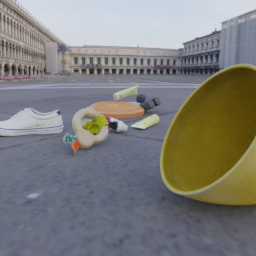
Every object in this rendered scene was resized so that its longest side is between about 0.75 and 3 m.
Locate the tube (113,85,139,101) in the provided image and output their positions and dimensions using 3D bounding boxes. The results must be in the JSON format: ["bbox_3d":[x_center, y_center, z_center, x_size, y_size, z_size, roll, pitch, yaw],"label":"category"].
[{"bbox_3d":[-0.080,-1.963,15.793,1.640,0.426,0.476,-23,5,-31],"label":"tube"}]

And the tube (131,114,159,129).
[{"bbox_3d":[0.765,-0.211,11.310,0.448,0.400,1.542,-39,-9,36],"label":"tube"}]

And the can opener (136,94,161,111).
[{"bbox_3d":[0.928,-1.459,15.321,0.734,0.920,2.751,-25,5,-14],"label":"can opener"}]

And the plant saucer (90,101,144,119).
[{"bbox_3d":[-0.641,-0.988,14.493,2.988,0.482,2.988,1,15,0],"label":"plant saucer"}]

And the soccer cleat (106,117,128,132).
[{"bbox_3d":[-0.482,-0.097,10.685,0.599,0.485,1.389,13,7,-27],"label":"soccer cleat"}]

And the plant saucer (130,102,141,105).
[{"bbox_3d":[0.249,-1.387,17.202,1.470,0.283,1.470,0,11,0],"label":"plant saucer"}]

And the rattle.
[{"bbox_3d":[-1.488,0.285,8.500,1.332,1.214,1.864,-19,32,39],"label":"rattle"}]

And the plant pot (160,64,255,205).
[{"bbox_3d":[1.893,0.358,4.745,1.645,2.318,2.318,30,2,-19],"label":"plant pot"}]

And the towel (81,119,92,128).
[{"bbox_3d":[-1.652,-0.166,11.433,0.846,0.208,1.141,4,11,12],"label":"towel"}]

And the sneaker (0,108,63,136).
[{"bbox_3d":[-3.671,-0.259,10.066,2.608,0.923,0.952,-3,12,-16],"label":"sneaker"}]
